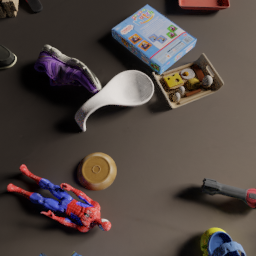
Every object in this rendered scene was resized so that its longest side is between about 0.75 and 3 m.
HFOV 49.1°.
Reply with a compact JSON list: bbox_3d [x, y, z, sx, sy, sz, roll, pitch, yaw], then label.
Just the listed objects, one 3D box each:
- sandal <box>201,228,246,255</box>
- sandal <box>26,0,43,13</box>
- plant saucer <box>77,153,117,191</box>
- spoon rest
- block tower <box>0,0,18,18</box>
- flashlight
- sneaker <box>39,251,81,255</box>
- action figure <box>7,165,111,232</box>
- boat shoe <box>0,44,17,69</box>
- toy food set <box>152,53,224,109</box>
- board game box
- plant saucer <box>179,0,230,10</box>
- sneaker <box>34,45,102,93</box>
[{"bbox_3d":[2.427,3.700,6.511,1.051,1.151,2.644,-11,69,-8],"label":"sandal"},{"bbox_3d":[-3.835,-5.159,11.080,0.584,0.350,1.554,-26,82,-6],"label":"sandal"},{"bbox_3d":[-0.915,1.228,8.163,1.158,0.205,1.158,0,65,0],"label":"plant saucer"},{"bbox_3d":[-0.415,-0.930,8.820,2.750,0.834,1.366,-33,69,-13],"label":"spoon rest"},{"bbox_3d":[-5.549,-4.619,10.564,2.702,0.730,0.781,-5,64,-2],"label":"block tower"},{"bbox_3d":[2.898,1.795,7.723,1.698,0.575,0.577,12,23,10],"label":"flashlight"},{"bbox_3d":[-0.944,3.601,6.667,2.773,0.914,1.087,6,68,4],"label":"sneaker"},{"bbox_3d":[-1.800,2.009,7.560,2.976,0.769,0.973,25,65,8],"label":"action figure"},{"bbox_3d":[-5.090,-2.798,9.719,2.531,0.793,0.926,24,67,9],"label":"boat shoe"},{"bbox_3d":[1.956,-1.608,9.251,1.963,0.593,1.409,-21,67,-9],"label":"toy food set"},{"bbox_3d":[0.909,-3.245,10.067,1.848,0.447,2.443,-40,71,-17],"label":"board game box"},{"bbox_3d":[2.934,-5.388,11.130,1.936,0.356,1.940,2,65,1],"label":"plant saucer"},{"bbox_3d":[-1.987,-1.717,9.261,2.638,1.064,1.101,30,84,22],"label":"sneaker"}]
